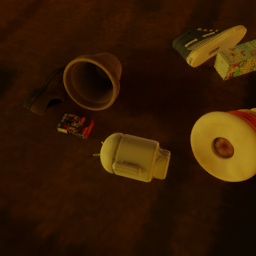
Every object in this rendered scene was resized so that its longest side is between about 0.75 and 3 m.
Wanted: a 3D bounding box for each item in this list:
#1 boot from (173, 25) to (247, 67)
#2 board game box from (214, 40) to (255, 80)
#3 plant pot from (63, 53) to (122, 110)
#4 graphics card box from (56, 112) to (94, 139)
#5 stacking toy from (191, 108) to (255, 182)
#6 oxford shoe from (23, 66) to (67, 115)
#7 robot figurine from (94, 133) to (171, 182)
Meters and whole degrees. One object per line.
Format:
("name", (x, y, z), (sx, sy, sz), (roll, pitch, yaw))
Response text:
("boot", (3.243, -3.593, 11.112), (2.911, 1.059, 1.315), (-29, 65, -18))
("board game box", (4.178, -2.535, 10.470), (1.569, 0.808, 0.823), (-19, 57, -7))
("plant pot", (-0.976, -1.799, 9.583), (1.890, 1.890, 1.649), (18, 40, 12))
("graphics card box", (-1.735, -0.084, 9.158), (1.052, 0.268, 0.660), (15, 57, 11))
("stacking toy", (3.408, 0.139, 8.359), (2.805, 2.050, 2.050), (-26, 57, -39))
("oxford shoe", (-2.544, -1.274, 9.792), (0.964, 0.830, 2.284), (33, 59, -2))
("robot figurine", (0.119, 0.820, 7.952), (2.087, 1.179, 1.770), (13, 17, 9))
